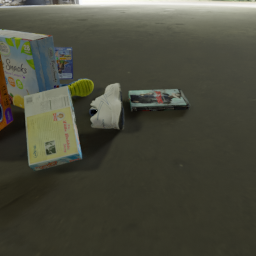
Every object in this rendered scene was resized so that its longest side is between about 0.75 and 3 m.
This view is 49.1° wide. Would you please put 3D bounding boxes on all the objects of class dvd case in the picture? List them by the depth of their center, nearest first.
[{"bbox_3d":[1.039,-1.003,9.848,1.968,0.217,1.437,-1,30,-2],"label":"dvd case"}]

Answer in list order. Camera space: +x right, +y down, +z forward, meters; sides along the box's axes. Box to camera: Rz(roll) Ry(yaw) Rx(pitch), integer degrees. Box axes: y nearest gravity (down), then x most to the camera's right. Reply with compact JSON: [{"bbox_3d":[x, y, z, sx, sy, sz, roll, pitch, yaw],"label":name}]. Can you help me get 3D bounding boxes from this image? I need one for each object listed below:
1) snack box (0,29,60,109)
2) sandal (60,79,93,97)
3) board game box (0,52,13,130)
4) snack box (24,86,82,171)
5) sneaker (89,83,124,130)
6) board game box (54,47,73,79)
[{"bbox_3d":[-3.511,-1.893,9.179,2.785,2.348,0.942,18,34,31],"label":"snack box"},{"bbox_3d":[-2.063,-1.438,10.202,1.720,0.684,0.749,-19,32,-33],"label":"sandal"},{"bbox_3d":[-4.876,-0.871,7.342,2.312,2.314,2.312,9,30,12],"label":"board game box"},{"bbox_3d":[-1.854,-0.043,6.808,1.153,0.368,1.984,-14,61,-3],"label":"snack box"},{"bbox_3d":[-0.674,-0.757,8.759,1.048,0.896,2.406,-5,29,-1],"label":"sneaker"},{"bbox_3d":[-2.921,-2.365,10.339,1.749,1.184,0.301,-3,37,-12],"label":"board game box"}]
